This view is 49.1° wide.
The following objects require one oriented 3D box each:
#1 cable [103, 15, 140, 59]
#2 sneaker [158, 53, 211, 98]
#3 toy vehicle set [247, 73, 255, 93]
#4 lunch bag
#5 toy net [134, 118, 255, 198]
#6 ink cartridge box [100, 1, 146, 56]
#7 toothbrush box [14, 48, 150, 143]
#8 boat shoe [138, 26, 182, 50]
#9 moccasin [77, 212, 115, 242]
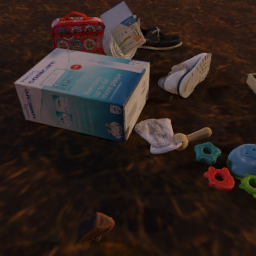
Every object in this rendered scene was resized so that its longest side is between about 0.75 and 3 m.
[{"bbox_3d":[-0.229,-2.942,9.263,0.509,1.471,1.471,22,34,36],"label":"cable"},{"bbox_3d":[1.810,-1.744,8.474,0.881,0.836,2.189,19,43,33],"label":"sneaker"},{"bbox_3d":[4.889,-1.156,8.123,2.351,0.312,1.461,-6,42,-6],"label":"toy vehicle set"},{"bbox_3d":[-1.628,-3.059,9.330,1.766,1.555,0.723,-7,42,-8],"label":"lunch bag"},{"bbox_3d":[1.464,0.616,5.982,2.986,0.577,1.567,15,46,19],"label":"toy net"},{"bbox_3d":[-0.124,-2.826,8.044,0.798,1.083,0.784,-31,57,8],"label":"ink cartridge box"},{"bbox_3d":[-1.045,-0.957,7.237,2.789,1.190,2.042,12,43,16],"label":"toothbrush box"},{"bbox_3d":[0.931,-3.344,10.315,2.137,0.722,0.767,7,40,6],"label":"boat shoe"},{"bbox_3d":[-0.525,1.586,4.433,0.398,1.031,0.377,22,47,-19],"label":"moccasin"}]
